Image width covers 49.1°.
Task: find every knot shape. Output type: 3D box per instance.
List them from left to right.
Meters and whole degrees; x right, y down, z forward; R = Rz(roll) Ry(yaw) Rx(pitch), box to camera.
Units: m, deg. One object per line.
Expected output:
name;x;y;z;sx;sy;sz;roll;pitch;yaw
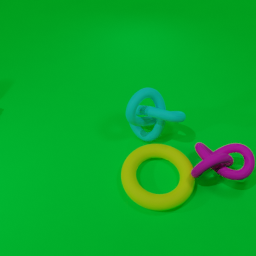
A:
knot shape;0.607;-0.406;7.928;1.775;1.661;0.820;-18;49;28
knot shape;2.262;0.869;7.240;1.518;0.750;1.623;-15;17;-36

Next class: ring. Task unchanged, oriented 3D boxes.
ring;0.811;1.270;7.582;1.989;0.398;1.989;0;50;0
